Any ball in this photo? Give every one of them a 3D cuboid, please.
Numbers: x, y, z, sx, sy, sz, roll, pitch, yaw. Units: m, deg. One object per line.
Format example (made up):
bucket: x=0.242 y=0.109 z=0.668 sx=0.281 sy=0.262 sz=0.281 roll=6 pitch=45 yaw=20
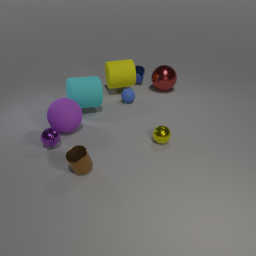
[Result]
ball: x=-2.555 y=-0.514 z=11.315 sx=1.400 sy=1.400 sz=1.400 roll=0 pitch=29 yaw=0
ball: x=0.008 y=-1.623 z=14.008 sx=0.700 sy=0.700 sz=0.700 roll=0 pitch=29 yaw=0
ball: x=-2.860 y=0.341 z=10.330 sx=0.700 sy=0.700 sz=0.700 roll=0 pitch=29 yaw=0
ball: x=1.292 y=0.251 z=10.673 sx=0.700 sy=0.700 sz=0.700 roll=0 pitch=29 yaw=0
ball: x=1.971 y=-2.729 z=15.313 sx=1.400 sy=1.400 sz=1.400 roll=0 pitch=29 yaw=0

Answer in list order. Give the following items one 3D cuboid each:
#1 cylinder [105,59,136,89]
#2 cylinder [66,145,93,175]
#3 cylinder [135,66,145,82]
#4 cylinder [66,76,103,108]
cylinder: x=-0.419 y=-2.868 z=14.876 sx=1.400 sy=1.400 sz=1.400 roll=-9 pitch=30 yaw=-12
cylinder: x=-1.556 y=1.036 z=9.020 sx=0.700 sy=0.700 sz=0.700 roll=-8 pitch=45 yaw=8
cylinder: x=0.592 y=-3.112 z=16.161 sx=0.700 sy=0.700 sz=0.700 roll=7 pitch=59 yaw=12
cylinder: x=-2.001 y=-1.617 z=12.816 sx=1.400 sy=1.400 sz=1.400 roll=-8 pitch=30 yaw=-21
